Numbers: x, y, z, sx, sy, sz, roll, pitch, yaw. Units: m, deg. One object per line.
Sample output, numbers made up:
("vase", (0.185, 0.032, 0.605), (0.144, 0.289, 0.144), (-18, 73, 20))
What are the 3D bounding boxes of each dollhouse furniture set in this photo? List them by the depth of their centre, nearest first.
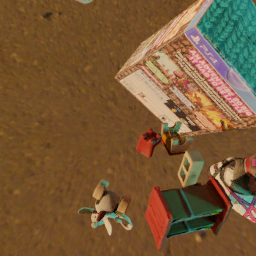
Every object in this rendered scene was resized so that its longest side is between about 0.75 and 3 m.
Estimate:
("dollhouse furniture set", (0.659, 0.765, 4.338), (0.984, 0.744, 1.829), (-5, 41, -16))

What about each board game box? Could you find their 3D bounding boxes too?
("board game box", (1.385, -1.057, 5.491), (2.134, 2.677, 1.296), (42, 67, -18))

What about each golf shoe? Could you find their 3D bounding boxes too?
("golf shoe", (2.132, 1.188, 4.966), (0.929, 2.019, 0.733), (-11, 39, 37))

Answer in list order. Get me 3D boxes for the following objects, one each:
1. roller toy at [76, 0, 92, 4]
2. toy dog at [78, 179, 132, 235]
("roller toy", (-1.086, -3.526, 6.641), (1.065, 0.744, 0.972), (21, 100, 46))
("toy dog", (-0.406, 1.410, 4.533), (0.826, 1.253, 0.603), (19, 46, 21))
